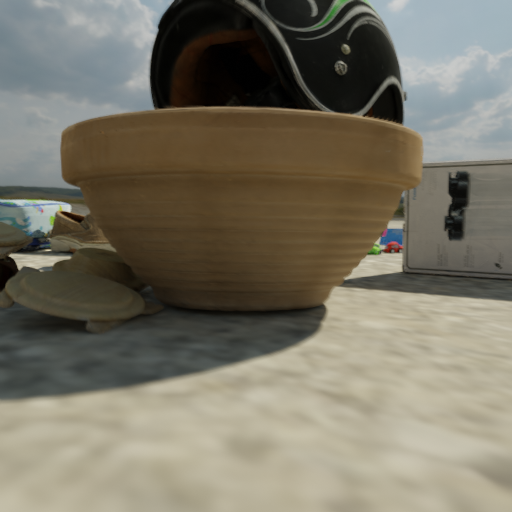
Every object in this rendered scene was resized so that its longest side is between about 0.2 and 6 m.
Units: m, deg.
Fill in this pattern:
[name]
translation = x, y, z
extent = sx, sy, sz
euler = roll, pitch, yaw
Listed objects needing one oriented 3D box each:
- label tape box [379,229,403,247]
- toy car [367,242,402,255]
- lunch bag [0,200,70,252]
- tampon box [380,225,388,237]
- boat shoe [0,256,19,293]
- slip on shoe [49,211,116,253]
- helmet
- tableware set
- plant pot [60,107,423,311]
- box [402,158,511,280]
[label tape box]
translation = 3.406, -0.399, 12.703
extent = 0.986, 0.433, 1.367
euler = 3, -1, 35
[toy car]
translation = 2.547, -0.163, 11.809
extent = 1.075, 0.240, 1.012
euler = 2, 5, 21
[lunch bag]
translation = -5.941, -0.741, 13.152
extent = 2.840, 1.171, 2.283
euler = 1, 6, 15
[tampon box]
translation = 2.348, -0.974, 11.676
extent = 0.689, 1.092, 0.818
euler = 15, 13, 32
[boat shoe]
translation = -3.205, 0.142, 5.219
extent = 1.979, 0.731, 0.732
euler = -4, 12, -43
[slip on shoe]
translation = -3.316, -0.503, 11.812
extent = 3.002, 0.910, 1.141
euler = 4, 6, 42
[helmet]
translation = 0.448, -2.416, 7.936
extent = 3.291, 3.291, 3.138
euler = 4, 22, 39
[tableware set]
translation = -2.257, 0.108, 5.222
extent = 2.923, 0.339, 2.442
euler = 14, 10, -2
[plant pot]
translation = -0.139, -0.332, 5.440
extent = 3.367, 1.554, 3.367
euler = 1, 2, 0
[box]
translation = 3.418, -0.498, 7.507
extent = 2.756, 1.607, 0.829
euler = 2, 5, 35
